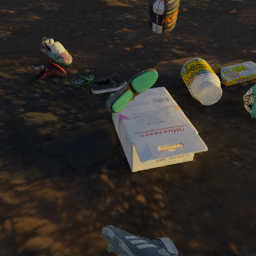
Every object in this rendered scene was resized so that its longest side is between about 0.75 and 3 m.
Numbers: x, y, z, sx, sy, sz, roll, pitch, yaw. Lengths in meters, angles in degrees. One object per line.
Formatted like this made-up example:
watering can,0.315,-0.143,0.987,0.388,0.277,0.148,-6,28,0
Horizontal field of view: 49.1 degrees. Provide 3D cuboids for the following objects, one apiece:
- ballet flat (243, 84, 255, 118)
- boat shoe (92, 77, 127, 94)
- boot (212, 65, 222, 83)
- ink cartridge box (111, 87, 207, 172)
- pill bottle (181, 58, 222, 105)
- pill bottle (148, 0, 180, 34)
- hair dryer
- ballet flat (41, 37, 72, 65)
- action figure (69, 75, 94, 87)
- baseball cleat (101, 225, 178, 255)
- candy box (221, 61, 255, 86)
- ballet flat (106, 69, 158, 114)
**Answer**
ballet flat,4.057,-0.910,8.983,0.651,0.623,1.851,-6,33,19
boat shoe,-0.671,-1.588,9.965,1.328,0.440,0.464,-13,39,-17
boot,2.916,-2.149,10.350,0.411,1.031,1.134,-35,53,-6
ink cartridge box,0.656,0.104,7.308,1.686,0.969,2.879,-9,38,-11
pill bottle,2.483,-1.555,9.448,1.010,1.010,1.790,-3,38,-4
pill bottle,1.105,-3.818,8.745,0.955,1.797,0.955,-1,79,4
hair dryer,-3.066,-2.096,10.822,1.410,0.383,1.074,-5,54,2
ballet flat,-3.182,-3.411,12.083,0.745,0.767,2.155,-28,45,-30
action figure,-1.634,-1.779,10.391,0.577,0.267,0.977,27,41,35
baseball cleat,0.273,2.173,5.075,1.539,0.537,0.819,33,41,22
candy box,4.308,-2.131,10.819,2.005,0.265,1.025,-15,42,-18
ballet flat,0.056,-0.944,6.733,1.468,0.495,0.468,-41,34,-3
